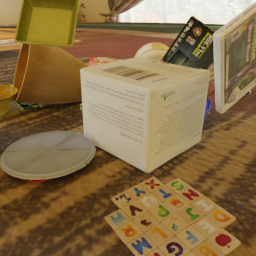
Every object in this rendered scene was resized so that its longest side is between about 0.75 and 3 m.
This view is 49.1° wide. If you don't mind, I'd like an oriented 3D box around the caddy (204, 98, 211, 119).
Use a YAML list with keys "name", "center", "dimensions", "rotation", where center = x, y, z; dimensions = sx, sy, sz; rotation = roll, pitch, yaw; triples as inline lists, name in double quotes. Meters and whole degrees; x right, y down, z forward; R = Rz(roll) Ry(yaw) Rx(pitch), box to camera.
- name: "caddy"
  center: [2.342, -0.725, 10.462]
  dimensions: [1.259, 0.935, 1.781]
  rotation: [29, 31, 7]

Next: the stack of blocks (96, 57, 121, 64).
- name: "stack of blocks"
  center: [-1.151, -3.966, 17.497]
  dimensions: [2.023, 0.592, 1.165]
  rotation: [8, 27, 16]

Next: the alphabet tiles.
- name: "alphabet tiles"
  center: [0.842, 1.875, 5.803]
  dimensions: [2.136, 0.081, 2.567]
  rotation: [-20, 31, -28]

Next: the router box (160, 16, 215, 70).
- name: "router box"
  center: [2.084, -2.400, 9.080]
  dimensions: [1.407, 1.878, 0.583]
  rotation: [39, 29, 8]

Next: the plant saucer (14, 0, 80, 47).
- name: "plant saucer"
  center: [-2.196, -2.908, 7.799]
  dimensions: [1.581, 1.579, 0.379]
  rotation: [5, -17, -1]

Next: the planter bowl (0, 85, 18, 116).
- name: "planter bowl"
  center: [-5.365, -0.956, 10.937]
  dimensions: [2.139, 0.891, 2.139]
  rotation: [0, 26, 0]

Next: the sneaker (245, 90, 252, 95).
- name: "sneaker"
  center: [5.472, -1.837, 13.446]
  dimensions: [0.899, 0.349, 0.629]
  rotation: [26, 33, 26]

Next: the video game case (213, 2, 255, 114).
- name: "video game case"
  center: [2.563, -1.563, 5.856]
  dimensions: [1.946, 2.141, 0.250]
  rotation: [-39, 51, -12]

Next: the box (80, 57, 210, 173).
- name: "box"
  center: [0.492, -0.621, 8.474]
  dimensions: [2.787, 2.399, 2.801]
  rotation: [23, 32, 39]

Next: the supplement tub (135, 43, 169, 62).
- name: "supplement tub"
  center: [1.318, -2.935, 13.587]
  dimensions: [2.140, 2.140, 2.958]
  rotation: [1, 25, 2]

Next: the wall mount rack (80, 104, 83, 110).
- name: "wall mount rack"
  center: [-1.442, -0.893, 11.416]
  dimensions: [0.971, 0.362, 0.844]
  rotation: [20, 32, 34]

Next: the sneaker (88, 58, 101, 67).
- name: "sneaker"
  center: [-1.795, -3.195, 15.315]
  dimensions: [0.944, 1.111, 2.561]
  rotation: [-8, 28, -16]

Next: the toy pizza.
- name: "toy pizza"
  center: [-2.199, 0.782, 7.898]
  dimensions: [2.578, 0.409, 2.578]
  rotation: [-1, 24, 0]

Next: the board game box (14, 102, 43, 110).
- name: "board game box"
  center: [-4.431, -1.165, 12.197]
  dimensions: [0.859, 0.192, 1.640]
  rotation: [-20, 32, -31]

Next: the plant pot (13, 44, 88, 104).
- name: "plant pot"
  center: [-2.960, -2.096, 11.648]
  dimensions: [2.949, 2.749, 2.749]
  rotation: [12, 18, -30]
